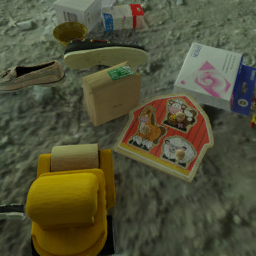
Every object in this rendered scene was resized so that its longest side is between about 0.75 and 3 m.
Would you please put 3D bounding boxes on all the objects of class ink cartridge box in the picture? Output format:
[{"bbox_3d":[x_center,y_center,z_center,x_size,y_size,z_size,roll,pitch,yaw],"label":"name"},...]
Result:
[{"bbox_3d":[3.074,-1.761,9.525,2.522,0.546,2.476,17,55,14],"label":"ink cartridge box"},{"bbox_3d":[-0.210,-4.604,11.608,1.634,0.549,0.949,-9,54,-6],"label":"ink cartridge box"}]

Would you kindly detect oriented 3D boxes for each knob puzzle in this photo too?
[{"bbox_3d":[1.207,-0.069,8.097,2.928,0.406,2.928,-3,59,4],"label":"knob puzzle"}]

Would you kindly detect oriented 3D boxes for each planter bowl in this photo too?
[{"bbox_3d":[-2.189,-3.486,10.786,1.311,0.546,1.311,0,54,0],"label":"planter bowl"}]

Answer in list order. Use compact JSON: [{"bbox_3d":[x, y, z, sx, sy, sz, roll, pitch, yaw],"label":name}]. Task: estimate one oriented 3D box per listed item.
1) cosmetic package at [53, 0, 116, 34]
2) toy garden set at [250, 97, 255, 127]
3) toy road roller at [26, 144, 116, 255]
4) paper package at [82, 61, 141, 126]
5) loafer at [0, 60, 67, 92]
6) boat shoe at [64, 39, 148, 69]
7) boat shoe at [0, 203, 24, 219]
[{"bbox_3d":[-1.710,-5.337,11.852,1.456,1.023,2.871,20,56,14],"label":"cosmetic package"},{"bbox_3d":[4.427,-0.501,8.720,1.241,0.297,1.489,6,54,4],"label":"toy garden set"},{"bbox_3d":[-1.209,1.380,6.154,1.821,2.164,2.964,-4,54,-3],"label":"toy road roller"},{"bbox_3d":[-0.476,-1.007,8.346,1.573,1.499,0.814,-23,57,-18],"label":"paper package"},{"bbox_3d":[-3.375,-1.794,9.231,2.580,0.811,0.927,-5,50,3],"label":"loafer"},{"bbox_3d":[-0.777,-2.691,9.856,2.929,1.072,0.918,0,61,5],"label":"boat shoe"},{"bbox_3d":[-3.101,2.015,6.812,1.115,0.421,0.336,4,54,-11],"label":"boat shoe"}]
